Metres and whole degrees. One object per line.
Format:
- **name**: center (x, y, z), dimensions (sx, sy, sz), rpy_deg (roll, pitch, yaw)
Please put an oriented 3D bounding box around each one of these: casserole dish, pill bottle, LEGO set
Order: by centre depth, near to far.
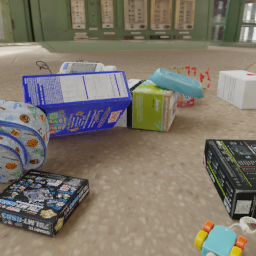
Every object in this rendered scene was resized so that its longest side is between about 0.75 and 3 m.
- **casserole dish**: center (1.816, -1.673, 10.197), dimensions (2.151, 0.417, 1.303), rpy_deg (18, 25, -2)
- **pill bottle**: center (-2.010, -2.621, 14.663), dimensions (2.758, 1.569, 1.569), rpy_deg (5, 22, 11)
- **LEGO set**: center (-2.982, -3.466, 16.658), dimensions (2.169, 1.634, 2.821), rpy_deg (11, 24, 25)

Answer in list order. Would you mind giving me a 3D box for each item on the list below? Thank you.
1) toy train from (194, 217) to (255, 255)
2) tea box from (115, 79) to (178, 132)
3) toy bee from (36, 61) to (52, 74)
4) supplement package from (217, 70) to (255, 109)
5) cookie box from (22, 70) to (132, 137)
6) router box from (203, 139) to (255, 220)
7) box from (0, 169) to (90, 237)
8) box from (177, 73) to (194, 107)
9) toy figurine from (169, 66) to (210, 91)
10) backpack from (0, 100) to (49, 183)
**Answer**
- **toy train**: center (1.761, 2.191, 4.078), dimensions (1.476, 0.546, 1.965), rpy_deg (0, 25, -3)
- **tea box**: center (0.738, -0.940, 10.640), dimensions (2.063, 1.401, 2.097), rpy_deg (7, 23, 15)
- **toy bee**: center (-2.915, -1.749, 13.018), dimensions (2.884, 1.567, 1.888), rpy_deg (36, 29, 14)
- **supplement package**: center (5.322, -1.837, 13.013), dimensions (1.339, 1.323, 2.209), rpy_deg (-5, 22, -11)
- **cookie box**: center (-1.662, -0.682, 8.775), dimensions (2.936, 1.103, 2.511), rpy_deg (-7, -17, -20)
- **router box**: center (2.942, 1.068, 6.494), dimensions (1.821, 0.755, 2.430), rpy_deg (0, 22, 1)
- **box**: center (-1.854, 1.494, 5.946), dimensions (1.579, 0.392, 1.567), rpy_deg (7, 23, 16)
- **box**: center (2.270, -1.869, 13.368), dimensions (1.067, 1.114, 2.235), rpy_deg (-4, 22, -10)
- **toy figurine**: center (2.943, -2.455, 14.757), dimensions (2.485, 1.311, 1.489), rpy_deg (12, 30, 29)
- **backpack**: center (-3.040, 0.266, 6.763), dimensions (2.187, 2.296, 1.769), rpy_deg (-3, 54, -12)
